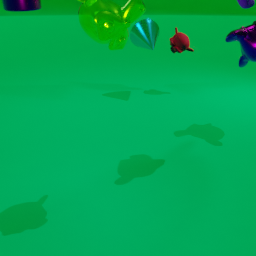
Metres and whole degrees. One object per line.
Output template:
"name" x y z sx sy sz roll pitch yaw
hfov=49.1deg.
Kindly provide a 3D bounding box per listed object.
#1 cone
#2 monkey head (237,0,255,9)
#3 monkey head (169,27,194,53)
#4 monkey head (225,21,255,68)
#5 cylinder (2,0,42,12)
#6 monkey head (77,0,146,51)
"cone" 0.791 -3.292 10.675 1.205 1.205 1.209 -6 48 -12
"monkey head" 2.334 -2.983 5.359 1.548 1.114 0.933 -24 -2 -36
"monkey head" 2.086 -3.421 11.382 0.736 1.222 0.879 -36 -2 -4
"monkey head" 3.315 -2.242 7.489 1.251 1.047 1.738 -17 -7 -16
"cylinder" -2.328 -2.985 6.020 0.807 0.807 0.807 0 30 0
"monkey head" -0.239 -1.630 4.070 1.242 0.894 0.749 30 23 -56
